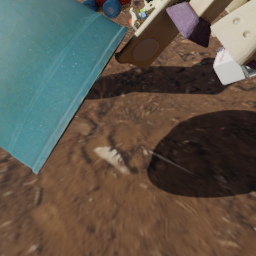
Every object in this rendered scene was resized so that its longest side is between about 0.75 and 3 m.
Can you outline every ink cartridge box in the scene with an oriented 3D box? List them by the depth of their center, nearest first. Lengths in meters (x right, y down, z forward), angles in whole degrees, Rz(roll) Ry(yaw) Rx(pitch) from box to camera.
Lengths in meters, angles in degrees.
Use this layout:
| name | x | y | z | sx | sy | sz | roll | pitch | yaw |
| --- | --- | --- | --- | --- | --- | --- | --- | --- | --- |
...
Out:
| name | x | y | z | sx | sy | sz | roll | pitch | yaw |
| --- | --- | --- | --- | --- | --- | --- | --- | --- | --- |
| ink cartridge box | 2.560 | -1.507 | 5.870 | 1.282 | 0.540 | 0.927 | -14 | 31 | 38 |

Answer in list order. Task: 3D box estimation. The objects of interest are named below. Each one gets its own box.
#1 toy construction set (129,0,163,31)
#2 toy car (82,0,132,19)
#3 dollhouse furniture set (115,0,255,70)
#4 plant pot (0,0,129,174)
| name | x | y | z | sx | sy | sz | roll | pitch | yaw |
| --- | --- | --- | --- | --- | --- | --- | --- | --- | --- |
| toy construction set | 0.671 | -2.223 | 5.099 | 1.372 | 0.632 | 0.900 | -14 | 72 | 17 |
| toy car | -0.657 | -4.071 | 7.708 | 1.401 | 1.584 | 1.460 | 8 | 47 | 20 |
| dollhouse furniture set | 1.326 | -1.181 | 4.381 | 2.884 | 2.047 | 2.285 | 3 | 53 | -44 |
| plant pot | -1.669 | -1.014 | 4.100 | 2.395 | 2.549 | 2.549 | 32 | 36 | -11 |
